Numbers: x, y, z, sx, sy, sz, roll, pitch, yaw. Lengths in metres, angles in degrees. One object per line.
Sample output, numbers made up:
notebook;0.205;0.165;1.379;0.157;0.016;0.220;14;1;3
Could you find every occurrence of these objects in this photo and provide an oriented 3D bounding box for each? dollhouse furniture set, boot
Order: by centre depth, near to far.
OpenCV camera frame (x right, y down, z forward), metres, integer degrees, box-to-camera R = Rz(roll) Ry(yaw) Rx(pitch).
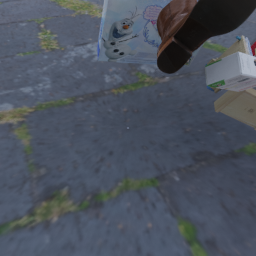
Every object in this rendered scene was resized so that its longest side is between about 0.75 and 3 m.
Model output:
boot;1.013;-1.747;4.049;0.571;1.656;1.777;41;33;-21
dollhouse furniture set;2.438;-1.067;5.434;1.050;1.519;1.610;21;51;-19

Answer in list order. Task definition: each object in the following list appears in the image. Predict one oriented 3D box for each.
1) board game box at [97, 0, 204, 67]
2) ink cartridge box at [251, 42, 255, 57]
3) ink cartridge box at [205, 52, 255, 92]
board game box;0.667;-2.359;6.204;2.469;2.457;0.536;1;66;-13
ink cartridge box;3.174;-1.616;5.715;1.588;1.809;0.758;-2;74;-8
ink cartridge box;1.612;-0.792;4.085;0.792;0.573;0.332;2;80;-36
